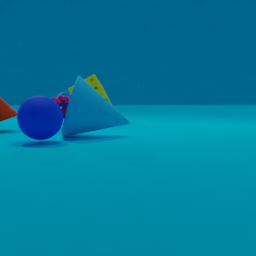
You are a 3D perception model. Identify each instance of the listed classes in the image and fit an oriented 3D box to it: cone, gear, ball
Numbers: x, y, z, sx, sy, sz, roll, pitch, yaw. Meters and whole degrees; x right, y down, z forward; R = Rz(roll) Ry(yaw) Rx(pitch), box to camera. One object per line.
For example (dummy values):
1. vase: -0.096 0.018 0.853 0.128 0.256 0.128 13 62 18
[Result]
1. cone: -0.624 -0.305 6.514 1.455 1.449 1.449 16 3 -8
2. gear: -2.112 -0.485 8.199 0.197 1.067 1.067 47 25 19
3. ball: -1.716 -0.195 5.495 0.864 0.864 0.864 0 5 0
4. cone: -3.738 -0.733 7.521 1.162 1.166 1.162 -15 14 4

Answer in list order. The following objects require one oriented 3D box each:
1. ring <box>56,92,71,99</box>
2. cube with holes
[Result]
1. ring: -3.051 -1.113 13.186 0.239 1.197 1.197 17 12 24
2. cube with holes: -1.357 -1.073 10.495 1.108 1.108 1.108 -29 -22 2
